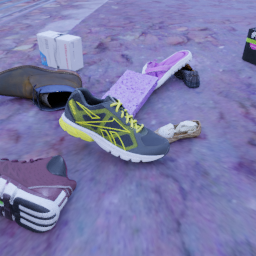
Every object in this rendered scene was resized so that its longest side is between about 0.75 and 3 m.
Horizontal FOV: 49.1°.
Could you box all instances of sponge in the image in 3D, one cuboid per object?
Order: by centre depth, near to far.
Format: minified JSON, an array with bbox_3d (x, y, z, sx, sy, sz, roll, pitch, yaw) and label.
[{"bbox_3d":[0.005,-1.007,8.423,1.120,0.299,2.008,20,52,21],"label":"sponge"}]

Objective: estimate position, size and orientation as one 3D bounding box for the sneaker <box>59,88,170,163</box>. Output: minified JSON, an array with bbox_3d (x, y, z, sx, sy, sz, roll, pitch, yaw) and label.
[{"bbox_3d":[-0.283,-0.095,6.385,2.694,1.140,1.003,19,23,5],"label":"sneaker"}]

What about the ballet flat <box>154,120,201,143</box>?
[{"bbox_3d":[1.207,0.055,7.137,1.485,0.485,0.524,-14,49,-17],"label":"ballet flat"}]

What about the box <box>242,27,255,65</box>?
[{"bbox_3d":[5.763,-3.193,11.222,1.130,1.350,1.818,-17,37,-23],"label":"box"}]

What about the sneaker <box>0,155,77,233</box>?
[{"bbox_3d":[-2.231,0.935,5.593,2.647,1.001,1.529,22,34,13],"label":"sneaker"}]

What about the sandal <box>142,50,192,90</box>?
[{"bbox_3d":[1.005,-2.080,9.685,2.943,0.723,1.198,-39,32,-27],"label":"sandal"}]

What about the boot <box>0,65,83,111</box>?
[{"bbox_3d":[-2.816,-1.210,8.531,2.911,1.087,1.411,-6,32,-12],"label":"boot"}]

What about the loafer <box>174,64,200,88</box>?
[{"bbox_3d":[2.139,-2.077,10.224,0.621,0.616,1.705,-12,35,-16],"label":"loafer"}]

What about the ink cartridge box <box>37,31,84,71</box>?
[{"bbox_3d":[-2.657,-3.027,11.064,1.732,1.252,0.729,20,39,28],"label":"ink cartridge box"}]
